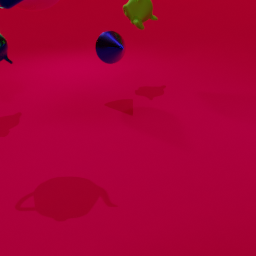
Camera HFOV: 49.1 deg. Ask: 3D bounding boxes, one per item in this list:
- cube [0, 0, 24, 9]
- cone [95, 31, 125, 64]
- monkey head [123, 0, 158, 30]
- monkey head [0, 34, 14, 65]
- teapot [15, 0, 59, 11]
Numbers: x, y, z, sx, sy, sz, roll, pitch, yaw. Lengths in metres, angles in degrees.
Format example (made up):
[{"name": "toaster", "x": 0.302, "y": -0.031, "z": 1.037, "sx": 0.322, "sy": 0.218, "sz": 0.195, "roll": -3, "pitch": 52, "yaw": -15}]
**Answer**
[{"name": "cube", "x": -0.934, "y": -1.742, "z": 2.253, "sx": 1.082, "sy": 1.082, "sz": 1.082, "roll": -37, "pitch": 34, "yaw": -10}, {"name": "cone", "x": -0.341, "y": -2.411, "z": 8.424, "sx": 1.017, "sy": 1.017, "sz": 1.020, "roll": -13, "pitch": 20, "yaw": -22}, {"name": "monkey head", "x": 0.455, "y": -3.949, "z": 9.534, "sx": 0.966, "sy": 1.603, "sz": 1.153, "roll": -38, "pitch": 52, "yaw": 14}, {"name": "monkey head", "x": -3.577, "y": -2.132, "z": 7.458, "sx": 1.082, "sy": 1.505, "sz": 0.907, "roll": 24, "pitch": 57, "yaw": 33}, {"name": "teapot", "x": -1.649, "y": -2.779, "z": 4.916, "sx": 1.968, "sy": 0.963, "sz": 1.223, "roll": -30, "pitch": 72, "yaw": -4}]
